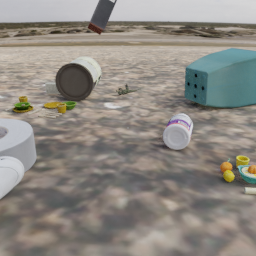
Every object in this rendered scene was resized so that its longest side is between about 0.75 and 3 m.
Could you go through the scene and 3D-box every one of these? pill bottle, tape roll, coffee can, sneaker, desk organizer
[{"bbox_3d":[1.435,0.038,7.845,0.717,0.717,1.287,7,22,16],"label":"pill bottle"},{"bbox_3d":[-3.415,0.510,6.585,2.346,0.775,2.346,0,21,0],"label":"tape roll"},{"bbox_3d":[-2.111,-2.247,12.413,1.582,1.582,2.162,2,22,4],"label":"coffee can"},{"bbox_3d":[-2.452,1.323,4.446,1.367,0.893,2.378,16,32,33],"label":"sneaker"},{"bbox_3d":[-1.002,-4.843,11.492,0.655,1.826,0.703,24,-9,-16],"label":"desk organizer"}]

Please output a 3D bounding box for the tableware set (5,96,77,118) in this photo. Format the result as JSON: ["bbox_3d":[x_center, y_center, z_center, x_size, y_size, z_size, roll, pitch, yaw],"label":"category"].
[{"bbox_3d":[-3.288,-0.909,10.716,2.433,0.373,1.639,9,23,22],"label":"tableware set"}]

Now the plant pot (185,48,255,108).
[{"bbox_3d":[3.798,-1.939,11.219,2.870,2.028,2.027,-15,26,-26],"label":"plant pot"}]

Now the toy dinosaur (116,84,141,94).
[{"bbox_3d":[-0.101,-1.786,13.028,1.350,0.320,0.595,-15,41,-34],"label":"toy dinosaur"}]

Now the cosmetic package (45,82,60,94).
[{"bbox_3d":[-3.285,-1.821,12.866,0.936,0.484,0.342,4,21,8],"label":"cosmetic package"}]

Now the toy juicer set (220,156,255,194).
[{"bbox_3d":[2.514,0.983,5.941,0.863,0.369,1.356,-5,23,-14],"label":"toy juicer set"}]
